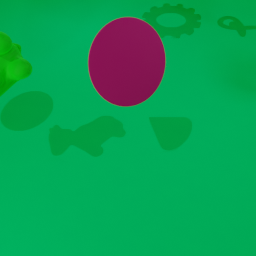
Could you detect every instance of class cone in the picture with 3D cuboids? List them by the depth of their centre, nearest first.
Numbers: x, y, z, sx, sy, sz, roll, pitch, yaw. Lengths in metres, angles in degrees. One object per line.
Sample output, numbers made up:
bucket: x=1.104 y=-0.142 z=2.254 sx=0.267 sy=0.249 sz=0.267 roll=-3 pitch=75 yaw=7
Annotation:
cone: x=-0.228 y=-0.922 z=3.881 sx=1.073 sy=1.073 sz=1.077 roll=-28 pitch=27 yaw=-19

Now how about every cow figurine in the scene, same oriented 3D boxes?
cow figurine: x=-2.181 y=-0.674 z=3.887 sx=1.618 sy=0.888 sz=1.592 roll=-42 pitch=31 yaw=-15
